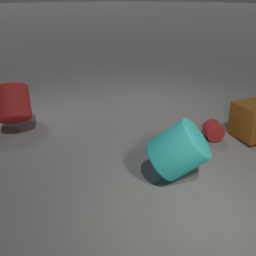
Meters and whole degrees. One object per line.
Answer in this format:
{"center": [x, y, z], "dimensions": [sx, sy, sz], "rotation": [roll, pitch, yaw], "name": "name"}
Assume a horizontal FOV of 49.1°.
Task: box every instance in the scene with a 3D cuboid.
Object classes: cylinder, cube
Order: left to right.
{"center": [-4.692, -0.994, 11.363], "dimensions": [1.400, 1.400, 1.400], "rotation": [-10, -6, -1], "name": "cylinder"}
{"center": [1.502, 0.645, 8.314], "dimensions": [1.400, 1.400, 1.400], "rotation": [-36, 17, 24], "name": "cylinder"}
{"center": [3.344, 0.087, 10.955], "dimensions": [0.700, 0.700, 0.700], "rotation": [-1, 28, -2], "name": "cylinder"}
{"center": [4.941, -0.312, 10.927], "dimensions": [1.400, 1.400, 1.400], "rotation": [-9, 25, -17], "name": "cube"}
